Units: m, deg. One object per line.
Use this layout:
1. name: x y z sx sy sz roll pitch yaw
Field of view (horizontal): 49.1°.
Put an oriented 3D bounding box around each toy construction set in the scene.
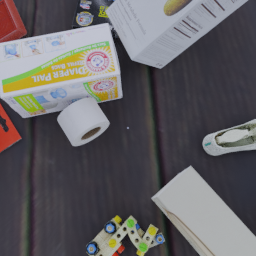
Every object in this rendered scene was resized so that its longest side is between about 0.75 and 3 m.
1. toy construction set: -0.204 2.883 6.552 1.319 0.927 2.012 42 68 10

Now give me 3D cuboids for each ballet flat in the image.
1. ballet flat: 3.147 0.184 7.321 2.353 0.817 0.817 -14 75 -4

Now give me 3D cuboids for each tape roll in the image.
1. tape roll: -1.143 -0.152 7.231 1.123 1.123 0.771 -32 78 -8

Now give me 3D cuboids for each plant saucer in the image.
1. plant saucer: -3.803 -3.035 8.212 1.339 0.246 1.342 -27 80 8

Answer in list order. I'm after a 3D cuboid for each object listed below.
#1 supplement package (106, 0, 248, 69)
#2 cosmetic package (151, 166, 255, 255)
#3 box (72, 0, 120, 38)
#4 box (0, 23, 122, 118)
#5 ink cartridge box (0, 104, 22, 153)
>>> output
1. supplement package: 1.224 -3.135 7.038 2.972 1.628 1.691 -36 73 30
2. cosmetic package: 1.917 2.367 6.325 1.073 1.519 2.935 -40 77 -10
3. box: -0.762 -3.462 8.540 1.636 0.362 1.311 9 75 2
4. box: -1.669 -1.431 7.324 2.857 1.607 1.448 -12 74 -4
5. ink cartridge box: -4.401 0.425 7.276 2.738 0.690 1.492 -35 77 -8
